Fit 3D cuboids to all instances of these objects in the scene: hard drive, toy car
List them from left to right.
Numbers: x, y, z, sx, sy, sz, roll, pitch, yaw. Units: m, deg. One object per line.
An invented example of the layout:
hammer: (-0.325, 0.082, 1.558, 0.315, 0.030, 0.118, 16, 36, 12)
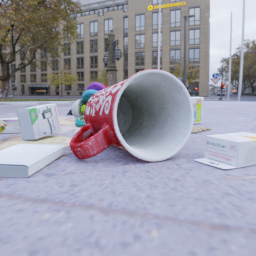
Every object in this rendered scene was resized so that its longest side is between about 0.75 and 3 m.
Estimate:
hard drive: (-2.163, 0.606, 5.697, 1.213, 0.245, 1.839, 1, 8, 7)
toy car: (-1.580, -1.417, 14.848, 2.309, 1.978, 2.638, 3, 8, 16)

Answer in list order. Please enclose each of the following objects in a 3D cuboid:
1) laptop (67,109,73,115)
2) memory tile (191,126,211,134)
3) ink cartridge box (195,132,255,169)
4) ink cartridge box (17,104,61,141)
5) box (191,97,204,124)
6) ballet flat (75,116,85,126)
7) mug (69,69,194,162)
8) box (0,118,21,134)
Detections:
laptop: (-3.261, -0.900, 18.434, 1.086, 0.633, 1.225, 2, -18, 13)
memory tile: (2.400, 0.051, 10.641, 1.063, 0.116, 1.387, 6, 10, 42)
ink cartridge box: (2.264, 0.436, 5.888, 1.572, 0.533, 0.905, -4, 8, -30)
ink cartridge box: (-2.764, -0.222, 8.833, 0.550, 0.955, 1.308, -5, 10, 23)
box: (2.304, -0.787, 12.773, 2.194, 1.234, 1.112, -5, 9, -35)
ballet flat: (-1.656, -0.265, 11.596, 1.403, 0.494, 0.472, 5, 4, 32)
mug: (-0.269, -0.322, 6.885, 2.526, 1.898, 2.845, -1, 4, -24)
box: (-4.187, -0.088, 10.106, 2.662, 0.515, 0.552, -2, 8, -19)
